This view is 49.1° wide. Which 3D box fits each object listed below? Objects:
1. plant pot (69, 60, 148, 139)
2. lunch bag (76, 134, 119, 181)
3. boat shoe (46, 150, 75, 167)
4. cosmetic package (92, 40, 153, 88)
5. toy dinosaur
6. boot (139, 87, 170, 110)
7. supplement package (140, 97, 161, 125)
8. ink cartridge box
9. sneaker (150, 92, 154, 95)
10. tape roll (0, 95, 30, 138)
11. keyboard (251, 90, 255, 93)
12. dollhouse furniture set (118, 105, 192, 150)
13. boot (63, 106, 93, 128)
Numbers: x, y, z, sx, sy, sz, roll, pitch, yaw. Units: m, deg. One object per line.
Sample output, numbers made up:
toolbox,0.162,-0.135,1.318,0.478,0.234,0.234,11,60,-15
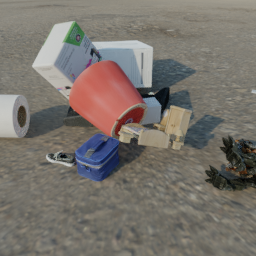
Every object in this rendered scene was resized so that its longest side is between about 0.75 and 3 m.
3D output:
plant pot,-0.507,-0.768,8.873,2.081,2.081,1.841,-25,61,-35
lunch bag,-0.887,0.794,8.015,0.928,0.904,1.366,15,34,23
boat shoe,-2.045,0.874,8.432,0.978,0.334,0.361,16,35,24
cosmetic package,-0.657,-2.954,12.897,2.922,1.796,2.912,-4,23,-11
toy dinosaur,3.301,1.050,7.336,1.943,1.462,2.863,10,8,-13
boot,0.938,-1.241,11.638,1.431,0.646,1.747,5,32,17
supplement package,0.526,-0.609,10.442,1.234,0.739,0.748,-8,33,-12
ink cartridge box,-1.802,-2.104,9.835,1.058,2.519,1.824,4,64,33
sneaker,0.954,-1.408,12.123,0.767,0.340,0.289,19,38,28
tape roll,-4.052,-0.397,9.427,1.001,1.459,1.459,2,32,2
keyboard,6.228,-1.550,12.639,1.196,0.064,0.337,16,30,24
dollhouse furniture set,0.576,-0.235,8.286,2.345,1.145,2.000,9,8,-27
boot,-1.747,-0.557,10.698,1.168,0.465,1.417,4,27,3
